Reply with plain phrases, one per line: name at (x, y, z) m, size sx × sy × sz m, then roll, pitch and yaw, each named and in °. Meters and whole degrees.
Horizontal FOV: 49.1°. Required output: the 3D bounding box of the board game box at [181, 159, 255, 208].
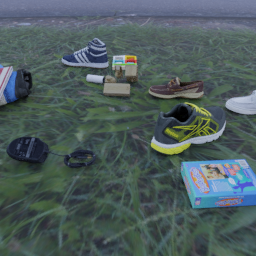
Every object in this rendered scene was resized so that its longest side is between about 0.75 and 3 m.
board game box at (2.221, 1.295, 6.711) m, size 1.658 × 0.373 × 1.261 m, roll -2°, pitch 32°, yaw -2°

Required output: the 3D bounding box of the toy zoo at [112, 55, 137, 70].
toy zoo at (-0.166, -3.380, 14.281) m, size 1.211 × 0.189 × 1.846 m, roll 0°, pitch 33°, yaw 0°

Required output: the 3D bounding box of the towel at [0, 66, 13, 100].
towel at (-5.665, -1.394, 10.177) m, size 2.708 × 0.308 × 1.950 m, roll -9°, pitch 47°, yaw 6°

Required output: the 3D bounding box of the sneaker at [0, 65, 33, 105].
sneaker at (-4.609, -1.934, 11.173) m, size 1.475 × 1.018 × 2.652 m, roll -19°, pitch 40°, yaw -17°

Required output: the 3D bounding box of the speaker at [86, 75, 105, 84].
speaker at (-1.398, -2.134, 12.199) m, size 0.767 × 0.311 × 0.311 m, roll 9°, pitch 33°, yaw 14°

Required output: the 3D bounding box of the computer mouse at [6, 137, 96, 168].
computer mouse at (-2.067, 0.725, 7.584) m, size 2.397 × 0.408 × 0.703 m, roll 10°, pitch 57°, yaw 0°

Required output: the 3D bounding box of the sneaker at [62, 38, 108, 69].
sneaker at (-2.143, -3.722, 13.760) m, size 2.435 × 1.321 × 0.853 m, roll 8°, pitch 33°, yaw 12°

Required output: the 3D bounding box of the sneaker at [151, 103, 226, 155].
sneaker at (1.962, -0.201, 8.270) m, size 2.931 × 1.240 × 1.092 m, roll -24°, pitch 40°, yaw -33°

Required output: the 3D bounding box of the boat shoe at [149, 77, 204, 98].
boat shoe at (1.862, -1.609, 10.835) m, size 2.106 × 0.758 × 0.760 m, roll 4°, pitch 30°, yaw 11°

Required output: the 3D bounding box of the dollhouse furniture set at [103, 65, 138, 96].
dollhouse furniture set at (-0.262, -1.757, 11.675) m, size 1.282 × 1.098 × 1.348 m, roll 3°, pitch 67°, yaw 4°

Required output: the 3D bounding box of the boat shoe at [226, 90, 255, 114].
boat shoe at (4.696, -0.962, 9.883) m, size 2.331 × 0.799 × 0.839 m, roll 5°, pitch 33°, yaw 8°
